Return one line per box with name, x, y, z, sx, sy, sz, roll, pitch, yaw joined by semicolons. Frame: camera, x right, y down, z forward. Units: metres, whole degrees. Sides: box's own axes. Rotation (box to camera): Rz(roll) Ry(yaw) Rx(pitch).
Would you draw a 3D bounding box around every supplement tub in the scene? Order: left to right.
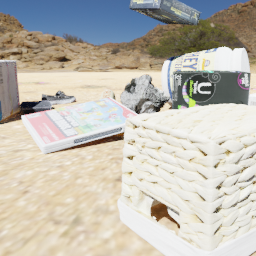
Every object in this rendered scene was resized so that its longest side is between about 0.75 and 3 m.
supplement tub;3.027;-1.912;10.909;2.963;2.148;2.148;-3;10;32

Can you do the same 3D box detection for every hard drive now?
hard drive;-3.593;-0.801;10.974;1.163;0.365;1.724;-5;14;-19

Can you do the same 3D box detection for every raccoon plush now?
raccoon plush;0.756;-0.461;8.978;1.263;2.611;1.749;-31;-43;29

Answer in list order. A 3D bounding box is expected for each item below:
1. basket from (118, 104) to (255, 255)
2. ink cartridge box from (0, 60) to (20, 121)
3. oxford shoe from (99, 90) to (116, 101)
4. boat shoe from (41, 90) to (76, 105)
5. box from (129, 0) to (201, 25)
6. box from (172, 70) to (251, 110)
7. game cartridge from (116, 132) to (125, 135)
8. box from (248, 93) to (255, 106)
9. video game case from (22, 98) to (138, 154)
basket;1.135;0.491;3.524;2.225;1.372;1.508;-11;17;-35
ink cartridge box;-5.182;-1.340;9.704;1.994;2.004;2.731;-1;13;-4
oxford shoe;-0.884;-1.047;10.743;0.794;0.828;2.244;1;9;1
boat shoe;-3.244;-1.458;13.153;1.846;0.611;0.645;-13;19;-42
box;1.352;-4.290;10.235;2.097;0.535;1.653;1;16;-41
box;2.561;-1.004;9.021;2.248;1.669;1.397;2;14;7
game cartridge;-0.921;-0.212;8.687;2.042;0.376;2.317;0;11;-1
box;5.210;-0.941;10.851;1.291;0.686;0.983;-11;17;-36
video game case;-1.186;-0.187;7.378;2.703;0.236;1.932;-15;30;-29
